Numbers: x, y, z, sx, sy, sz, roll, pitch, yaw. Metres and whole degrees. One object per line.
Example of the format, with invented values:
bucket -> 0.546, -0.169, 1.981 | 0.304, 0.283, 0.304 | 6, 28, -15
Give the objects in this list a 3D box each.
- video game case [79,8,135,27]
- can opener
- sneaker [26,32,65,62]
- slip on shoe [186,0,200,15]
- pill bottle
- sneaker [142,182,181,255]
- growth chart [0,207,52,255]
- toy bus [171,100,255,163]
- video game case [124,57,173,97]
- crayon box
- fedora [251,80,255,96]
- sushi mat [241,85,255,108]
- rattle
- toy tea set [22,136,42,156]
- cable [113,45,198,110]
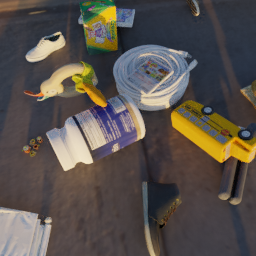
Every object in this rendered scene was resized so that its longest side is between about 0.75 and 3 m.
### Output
video game case -> -0.954, -5.286, 13.255 | 2.438, 0.220, 1.746 | 5, 42, 3
can opener -> 3.678, 1.040, 9.150 | 0.751, 0.942, 2.817 | 24, 61, 1
sneaker -> -3.640, -3.598, 12.199 | 1.934, 0.685, 0.706 | -40, 66, -22
slip on shoe -> 3.322, -6.128, 13.872 | 0.446, 0.560, 1.472 | -9, 52, -7
pill bottle -> -1.042, 0.154, 9.210 | 2.895, 1.675, 1.675 | -25, 62, -13
sneaker -> 1.052, 2.602, 8.286 | 1.185, 0.834, 2.230 | -3, 57, 1
growth chart -> -3.668, 3.217, 8.036 | 2.894, 0.257, 2.095 | 15, 59, -1
toy bus -> 2.829, 0.157, 9.362 | 1.114, 0.926, 2.845 | -35, 51, -17
video game case -> 0.778, -1.920, 10.342 | 1.109, 0.140, 1.548 | 37, 65, 21
crayon box -> -1.166, -4.167, 11.646 | 1.322, 2.226, 0.649 | -13, 58, -7
fedora -> 5.402, -1.214, 10.597 | 1.631, 0.665, 1.631 | 1, 55, -1
sushi mat -> 5.847, -1.559, 11.263 | 2.500, 0.151, 1.196 | -24, 61, -14
rattle -> -2.059, -0.962, 9.201 | 2.432, 1.583, 1.737 | -22, 83, -2
toy tea set -> -3.353, 0.594, 9.854 | 0.468, 0.291, 0.787 | 19, 60, 11
cable -> 0.917, -2.057, 11.077 | 2.920, 1.011, 2.920 | 25, 63, 15
